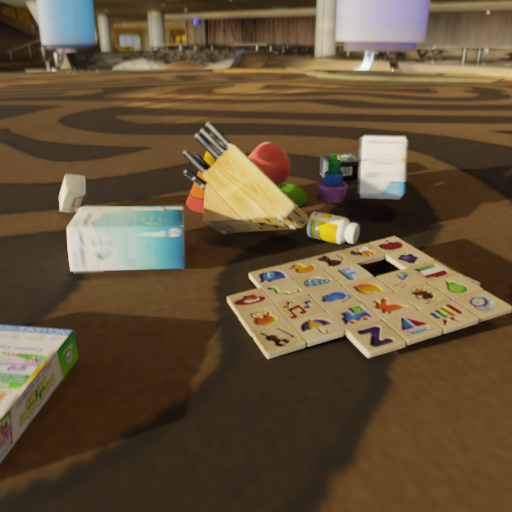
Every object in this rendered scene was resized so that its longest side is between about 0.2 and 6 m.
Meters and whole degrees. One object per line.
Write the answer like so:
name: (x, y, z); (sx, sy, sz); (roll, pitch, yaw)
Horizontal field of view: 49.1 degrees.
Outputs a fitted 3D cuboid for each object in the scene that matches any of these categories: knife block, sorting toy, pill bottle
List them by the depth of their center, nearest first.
pill bottle: (1.611, -0.560, 11.659); (0.995, 0.561, 0.561); (14, 27, 25)
knife block: (-0.264, -1.738, 11.815); (2.743, 2.408, 0.877); (-3, -14, 26)
sorting toy: (0.294, -1.989, 13.900); (4.107, 1.415, 1.424); (-4, 24, -8)

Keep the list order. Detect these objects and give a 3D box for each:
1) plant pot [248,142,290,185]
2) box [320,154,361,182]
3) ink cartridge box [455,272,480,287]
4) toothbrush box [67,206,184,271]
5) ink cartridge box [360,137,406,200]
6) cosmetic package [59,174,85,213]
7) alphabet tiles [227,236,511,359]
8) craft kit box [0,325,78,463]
plant pot: (0.142, -2.021, 13.292); (1.072, 1.072, 0.948); (16, 41, 32)
box: (2.436, -2.538, 16.150); (0.981, 0.608, 0.964); (-4, 22, -8)
ink cartridge box: (3.366, 0.543, 9.460); (0.548, 0.318, 0.942); (-14, 27, -29)
toothbrush box: (-2.404, -0.365, 10.658); (2.053, 0.876, 1.503); (-1, 19, -9)
ink cartridge box: (2.928, -2.030, 13.018); (0.963, 1.313, 0.958); (4, -1, 10)
cosmetic package: (-4.284, -1.437, 13.026); (0.433, 0.514, 0.994); (3, -21, -26)
alphabet tiles: (1.543, 0.647, 9.057); (3.697, 0.140, 3.091); (-14, 27, -16)
craft kit box: (-3.766, 1.613, 6.789); (2.372, 0.576, 2.343); (3, 21, 8)
